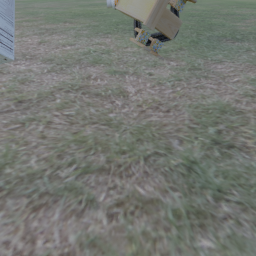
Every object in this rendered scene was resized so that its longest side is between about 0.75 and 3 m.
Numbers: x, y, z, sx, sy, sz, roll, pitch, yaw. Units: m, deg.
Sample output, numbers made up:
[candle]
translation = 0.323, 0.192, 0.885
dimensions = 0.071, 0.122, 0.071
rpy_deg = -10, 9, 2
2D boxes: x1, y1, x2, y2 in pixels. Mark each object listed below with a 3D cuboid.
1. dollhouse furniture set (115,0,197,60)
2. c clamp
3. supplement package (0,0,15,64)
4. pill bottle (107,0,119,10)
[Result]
[dollhouse furniture set]
translation = 0.779, -2.575, 6.539
dimensions = 1.776, 1.631, 1.156
rpy_deg = 13, 24, -48
[c clamp]
translation = 1.019, -3.809, 9.232
dimensions = 2.360, 2.016, 0.320
rpy_deg = -30, 34, -28
[supplement package]
translation = -3.440, -2.264, 5.709
dimensions = 1.728, 1.807, 1.329
rpy_deg = -9, -13, 19
[pill bottle]
translation = -0.340, -5.083, 11.262
dimensions = 1.010, 0.587, 0.587
rpy_deg = -2, 31, -1
